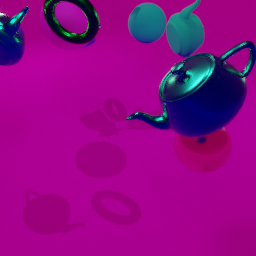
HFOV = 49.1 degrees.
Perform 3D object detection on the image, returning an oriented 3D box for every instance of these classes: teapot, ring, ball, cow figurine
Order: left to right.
[{"bbox_3d":[-2.392,-1.746,5.326,1.637,1.018,0.801,-19,42,41],"label":"teapot"},{"bbox_3d":[-1.431,-2.556,6.759,1.325,1.325,1.325,0,35,0],"label":"ball"},{"bbox_3d":[-1.090,-2.111,5.389,1.129,1.129,0.226,9,53,13],"label":"ring"},{"bbox_3d":[-1.517,-3.123,8.078,0.866,1.577,1.552,-31,26,-19],"label":"cow figurine"},{"bbox_3d":[0.573,-3.113,8.354,1.134,1.134,1.134,0,35,0],"label":"ball"},{"bbox_3d":[1.506,-2.437,7.066,0.858,1.753,1.090,-22,58,-7],"label":"teapot"},{"bbox_3d":[0.627,-0.342,2.752,1.383,0.677,0.860,-35,31,21],"label":"teapot"},{"bbox_3d":[1.103,0.250,4.161,0.841,0.841,0.841,0,35,0],"label":"ball"}]
